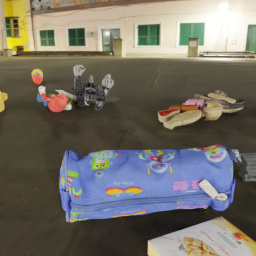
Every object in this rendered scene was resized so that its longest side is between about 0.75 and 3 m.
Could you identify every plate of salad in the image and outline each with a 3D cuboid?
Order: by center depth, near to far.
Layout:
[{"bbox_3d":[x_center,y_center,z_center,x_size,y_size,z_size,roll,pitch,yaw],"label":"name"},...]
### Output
[{"bbox_3d":[-2.209,-1.128,10.984,1.412,0.339,1.412,24,2,-1],"label":"plate of salad"}]

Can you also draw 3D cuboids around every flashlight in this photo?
[{"bbox_3d":[2.928,0.655,5.231,1.649,0.560,0.558,0,17,-1],"label":"flashlight"}]

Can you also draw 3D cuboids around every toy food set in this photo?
[{"bbox_3d":[2.107,-0.515,9.237,2.662,0.419,1.692,-18,25,-18],"label":"toy food set"}]

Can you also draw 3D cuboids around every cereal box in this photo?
[{"bbox_3d":[0.906,1.447,3.201,1.138,0.225,0.819,-8,19,-24],"label":"cereal box"}]

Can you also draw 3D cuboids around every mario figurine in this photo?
[{"bbox_3d":[-2.712,-1.110,10.419,1.028,0.883,1.665,-8,15,-39],"label":"mario figurine"}]

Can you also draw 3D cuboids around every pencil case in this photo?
[{"bbox_3d":[0.285,0.782,4.048,2.543,0.992,1.104,-2,14,-5],"label":"pencil case"}]

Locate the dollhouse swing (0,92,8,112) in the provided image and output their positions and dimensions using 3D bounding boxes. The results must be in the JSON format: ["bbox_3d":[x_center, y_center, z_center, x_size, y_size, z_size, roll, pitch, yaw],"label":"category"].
[{"bbox_3d":[-5.818,-1.533,10.111,2.423,2.202,2.130,-2,38,-4],"label":"dollhouse swing"}]

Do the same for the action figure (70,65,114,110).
[{"bbox_3d":[-1.446,-1.674,11.280,1.709,1.467,2.876,11,16,-12],"label":"action figure"}]

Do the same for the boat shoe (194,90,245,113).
[{"bbox_3d":[3.330,-0.982,10.225,2.019,0.740,0.752,-3,17,-11],"label":"boat shoe"}]

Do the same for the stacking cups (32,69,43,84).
[{"bbox_3d":[-5.649,-3.226,17.616,0.716,0.716,2.368,-6,19,-19],"label":"stacking cups"}]
